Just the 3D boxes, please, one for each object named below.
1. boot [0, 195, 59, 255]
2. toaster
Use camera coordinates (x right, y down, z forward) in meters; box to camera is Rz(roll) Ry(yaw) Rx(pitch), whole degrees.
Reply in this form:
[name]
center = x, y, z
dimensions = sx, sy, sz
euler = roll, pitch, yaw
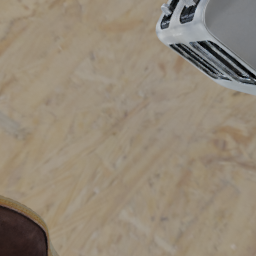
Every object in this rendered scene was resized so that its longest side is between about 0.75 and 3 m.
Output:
[boot]
center = -1.768, 2.452, 3.871
dimensions = 0.975, 2.694, 2.241
euler = -10, 38, 16
[toaster]
center = 1.745, -1.579, 4.463
dimensions = 2.309, 2.088, 1.370
euler = 31, 97, -18
